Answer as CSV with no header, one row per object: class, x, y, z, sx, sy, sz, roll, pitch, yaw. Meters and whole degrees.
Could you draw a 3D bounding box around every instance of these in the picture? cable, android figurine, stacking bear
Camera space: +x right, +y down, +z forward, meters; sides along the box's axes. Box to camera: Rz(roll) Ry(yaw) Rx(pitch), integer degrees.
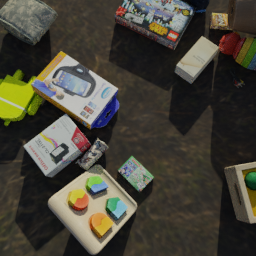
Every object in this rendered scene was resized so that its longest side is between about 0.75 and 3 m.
cable,4.010,-1.868,10.530,0.395,0.205,0.814,-26,67,-6
android figurine,-4.118,-1.091,10.176,1.884,0.425,2.070,23,75,4
stacking bear,4.366,-2.858,10.276,2.041,1.239,1.161,27,118,13

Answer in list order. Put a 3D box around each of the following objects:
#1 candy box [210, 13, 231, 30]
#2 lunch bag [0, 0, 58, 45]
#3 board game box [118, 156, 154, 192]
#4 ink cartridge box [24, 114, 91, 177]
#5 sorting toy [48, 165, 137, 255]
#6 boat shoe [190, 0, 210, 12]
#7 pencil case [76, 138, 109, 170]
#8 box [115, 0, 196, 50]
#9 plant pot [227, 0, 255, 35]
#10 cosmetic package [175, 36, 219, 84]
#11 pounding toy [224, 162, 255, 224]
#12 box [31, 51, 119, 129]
candy box,3.719,-4.174,10.984,0.933,0.258,0.538,5,78,0
lunch bag,-3.712,-4.058,10.553,1.813,1.066,1.487,32,79,12
board game box,0.269,1.593,9.692,1.074,0.156,0.723,44,80,10
ink cartridge box,-2.386,0.624,9.614,1.806,0.748,1.316,-39,80,-8
sorting toy,-0.995,2.396,8.811,2.112,0.416,2.282,45,44,9
boat shoe,2.779,-5.952,11.061,1.120,0.914,2.663,-17,77,-4
pencil case,-1.248,0.924,9.691,0.528,0.459,1.181,42,81,1
box,1.050,-4.415,10.903,2.641,0.527,1.808,27,78,6
plant pot,4.751,-4.228,10.032,2.043,2.343,2.343,-1,77,7
cosmetic package,2.550,-2.526,10.423,0.814,0.575,1.573,38,78,12
pounding toy,4.947,2.224,8.924,2.859,1.308,2.511,-10,77,-1
box,-1.735,-1.275,9.981,2.889,0.599,1.720,33,70,6
